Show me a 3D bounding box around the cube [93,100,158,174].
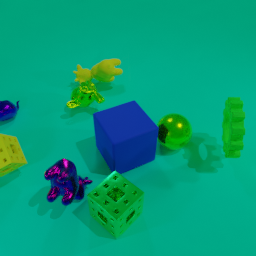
[{"bbox_3d":[-0.085,0.255,7.673,1.299,1.299,1.299,-20,47,-20],"label":"cube"}]

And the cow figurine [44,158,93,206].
[{"bbox_3d":[-1.366,1.211,6.553,0.740,1.348,1.326,7,27,15],"label":"cow figurine"}]

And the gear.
[{"bbox_3d":[2.741,-0.005,7.350,0.292,1.578,1.578,2,43,10],"label":"gear"}]

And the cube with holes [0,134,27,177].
[{"bbox_3d":[-3.126,0.689,6.867,0.766,0.766,0.766,-27,79,3],"label":"cube with holes"}]

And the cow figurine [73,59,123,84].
[{"bbox_3d":[-1.122,-2.007,10.084,1.472,1.496,0.821,-8,85,-31],"label":"cow figurine"}]

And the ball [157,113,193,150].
[{"bbox_3d":[1.310,0.098,8.036,1.057,1.057,1.057,0,43,0],"label":"ball"}]

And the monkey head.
[{"bbox_3d":[-1.335,-0.985,9.267,1.058,0.887,1.471,42,31,7],"label":"monkey head"}]

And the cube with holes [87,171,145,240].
[{"bbox_3d":[-0.270,1.741,6.378,0.892,0.892,0.892,32,52,28],"label":"cube with holes"}]

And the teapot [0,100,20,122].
[{"bbox_3d":[-3.930,-0.604,8.955,1.234,0.767,0.604,-23,80,-47],"label":"teapot"}]
